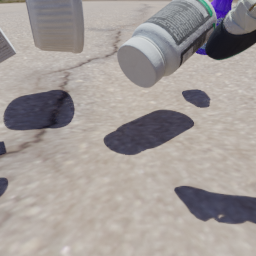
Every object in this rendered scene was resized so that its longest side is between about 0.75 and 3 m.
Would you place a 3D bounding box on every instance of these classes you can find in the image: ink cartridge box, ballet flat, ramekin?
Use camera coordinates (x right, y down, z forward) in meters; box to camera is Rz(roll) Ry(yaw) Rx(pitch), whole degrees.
[{"bbox_3d":[-3.351,-2.034,5.913,1.142,1.579,0.665,-34,41,-8],"label":"ink cartridge box"},{"bbox_3d":[2.226,-1.984,4.505,2.288,0.836,0.836,-30,25,16],"label":"ballet flat"},{"bbox_3d":[-2.292,-3.676,8.297,1.393,2.990,2.990,-11,31,-15],"label":"ramekin"}]

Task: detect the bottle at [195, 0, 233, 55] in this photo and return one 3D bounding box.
[{"bbox_3d":[2.817,-3.432,9.150,0.879,2.105,0.687,-3,46,-21],"label":"bottle"}]

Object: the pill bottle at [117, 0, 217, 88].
[{"bbox_3d":[1.018,-2.264,7.246,1.460,1.460,2.582,25,58,37],"label":"pill bottle"}]
